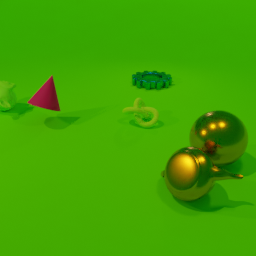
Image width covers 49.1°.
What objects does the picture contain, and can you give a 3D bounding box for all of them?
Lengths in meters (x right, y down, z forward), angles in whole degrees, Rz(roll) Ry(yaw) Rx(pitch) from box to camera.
[{"bbox_3d":[-2.392,-1.109,8.400,0.988,0.991,0.988,16,5,-2],"label":"cone"},{"bbox_3d":[1.353,0.940,5.631,1.743,1.083,0.853,-9,-23,44],"label":"teapot"},{"bbox_3d":[1.012,-2.058,11.944,1.688,0.312,1.688,0,28,0],"label":"gear"},{"bbox_3d":[2.110,0.241,6.576,1.320,1.320,1.320,0,28,0],"label":"ball"},{"bbox_3d":[-4.294,-1.108,9.241,1.184,0.992,1.646,14,2,-39],"label":"monkey head"},{"bbox_3d":[0.335,-0.489,8.561,1.034,0.511,1.105,5,36,-29],"label":"knot shape"}]
